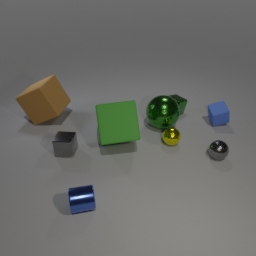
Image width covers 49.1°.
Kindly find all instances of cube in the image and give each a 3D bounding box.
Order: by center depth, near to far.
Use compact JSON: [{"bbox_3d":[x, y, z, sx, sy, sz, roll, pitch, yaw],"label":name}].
[{"bbox_3d":[-2.286,0.599,10.239,0.700,0.700,0.700,3,32,5],"label":"cube"},{"bbox_3d":[-0.396,-0.172,10.259,1.400,1.400,1.400,-7,-1,-5],"label":"cube"},{"bbox_3d":[3.853,-0.610,11.919,0.700,0.700,0.700,-15,45,5],"label":"cube"},{"bbox_3d":[-3.591,-1.209,12.033,1.400,1.400,1.400,-18,26,24],"label":"cube"},{"bbox_3d":[2.159,-1.051,12.722,0.700,0.700,0.700,34,32,32],"label":"cube"}]

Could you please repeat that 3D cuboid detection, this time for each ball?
[{"bbox_3d":[3.218,0.779,9.938,0.700,0.700,0.700,0,32,0],"label":"ball"},{"bbox_3d":[1.668,0.318,10.704,0.700,0.700,0.700,0,32,0],"label":"ball"},{"bbox_3d":[1.436,-0.650,11.536,1.400,1.400,1.400,0,32,0],"label":"ball"}]

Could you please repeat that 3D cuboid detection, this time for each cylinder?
[{"bbox_3d":[-1.307,2.007,7.945,0.700,0.700,0.700,-7,32,-11],"label":"cylinder"}]
